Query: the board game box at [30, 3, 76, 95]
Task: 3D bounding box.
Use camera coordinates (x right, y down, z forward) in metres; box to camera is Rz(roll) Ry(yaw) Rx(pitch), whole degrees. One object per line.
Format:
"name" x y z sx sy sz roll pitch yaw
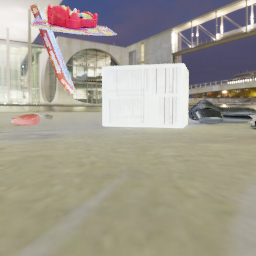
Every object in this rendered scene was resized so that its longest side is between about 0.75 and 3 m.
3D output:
"board game box" -2.061 -2.143 7.792 0.224 2.301 1.184 -23 -12 0

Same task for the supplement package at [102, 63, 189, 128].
"supplement package" 0.656 -1.015 9.313 2.545 1.917 1.931 1 4 16

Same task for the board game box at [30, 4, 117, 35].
"board game box" -1.281 -2.609 6.583 1.864 0.459 2.360 0 26 -16

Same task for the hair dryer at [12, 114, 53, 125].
"hair dryer" -3.689 -0.244 10.534 1.145 0.408 1.503 -16 -10 29

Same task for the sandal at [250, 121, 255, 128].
"sandal" 4.079 -0.137 8.549 0.461 0.294 1.228 3 5 40

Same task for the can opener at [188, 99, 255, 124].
"can opener" 3.791 -0.501 11.230 2.930 1.152 0.929 2 -36 -19
